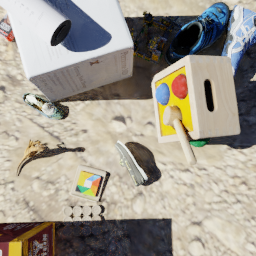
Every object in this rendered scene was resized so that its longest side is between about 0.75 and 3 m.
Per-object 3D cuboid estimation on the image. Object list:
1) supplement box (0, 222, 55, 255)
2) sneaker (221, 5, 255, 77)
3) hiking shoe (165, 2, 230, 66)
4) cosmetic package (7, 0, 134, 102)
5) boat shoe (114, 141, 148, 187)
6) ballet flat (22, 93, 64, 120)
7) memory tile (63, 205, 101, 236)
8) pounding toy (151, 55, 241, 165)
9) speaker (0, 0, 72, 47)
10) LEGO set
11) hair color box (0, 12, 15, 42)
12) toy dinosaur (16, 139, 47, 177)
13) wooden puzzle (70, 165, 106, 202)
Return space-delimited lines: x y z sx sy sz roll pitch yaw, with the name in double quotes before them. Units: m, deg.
"supplement box" -3.463 3.467 6.923 2.662 2.626 1.768 -1 81 0
"sneaker" 3.547 -2.711 8.818 0.951 0.934 2.468 14 82 6
"hiking shoe" 2.318 -2.998 8.736 1.016 1.184 2.732 41 83 6
"cosmetic package" -1.504 -2.480 8.070 2.791 2.335 2.321 -18 81 -3
"boat shoe" 0.009 1.069 8.397 0.443 0.529 1.481 -35 86 -11
"ballet flat" -2.679 -0.683 8.717 1.408 0.523 0.523 25 81 4
"memory tile" -1.363 2.758 8.336 1.148 0.096 0.880 -2 81 -1
"pounding toy" 1.588 -0.405 7.346 1.814 2.349 2.552 -4 85 -22
"speaker" -2.244 -2.744 6.461 1.895 0.769 0.769 38 83 1
"LEGO set" 0.763 -2.941 8.805 1.373 1.035 1.786 33 82 5
"hair color box" -3.825 -3.464 9.248 0.558 0.337 1.099 31 81 6
"toy dinosaur" -2.981 0.754 8.421 0.465 0.818 1.540 41 124 -18
"wooden puzzle" -1.204 1.673 8.473 0.893 0.180 0.965 15 81 3
